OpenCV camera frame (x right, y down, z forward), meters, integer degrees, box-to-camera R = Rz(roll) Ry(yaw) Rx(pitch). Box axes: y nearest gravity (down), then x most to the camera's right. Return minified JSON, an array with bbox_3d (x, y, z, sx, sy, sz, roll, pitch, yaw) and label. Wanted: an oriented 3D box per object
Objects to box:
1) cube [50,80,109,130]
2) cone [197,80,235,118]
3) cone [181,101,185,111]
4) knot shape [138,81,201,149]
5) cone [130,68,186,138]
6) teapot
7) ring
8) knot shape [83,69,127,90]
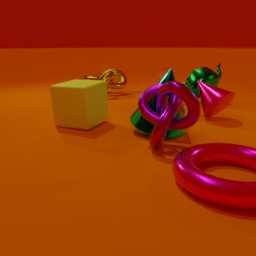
[{"bbox_3d":[-1.312,-0.689,7.790,1.127,1.127,1.127,6,20,25],"label":"cube"},{"bbox_3d":[2.413,-1.057,8.421,1.083,1.083,1.087,-14,60,-38],"label":"cone"},{"bbox_3d":[1.049,-0.921,9.479,1.325,1.320,1.320,-23,11,17],"label":"cone"},{"bbox_3d":[0.864,-0.390,5.865,0.727,1.574,1.473,12,-22,-29],"label":"knot shape"},{"bbox_3d":[0.916,-0.768,6.996,1.505,1.511,1.505,9,27,-5],"label":"cone"},{"bbox_3d":[2.769,-1.783,10.443,2.039,0.998,1.268,-26,-18,-4],"label":"teapot"},{"bbox_3d":[1.724,0.713,4.676,1.952,0.390,1.952,0,17,0],"label":"ring"},{"bbox_3d":[-1.019,-1.963,12.097,1.929,0.892,1.805,-12,17,5],"label":"knot shape"}]
